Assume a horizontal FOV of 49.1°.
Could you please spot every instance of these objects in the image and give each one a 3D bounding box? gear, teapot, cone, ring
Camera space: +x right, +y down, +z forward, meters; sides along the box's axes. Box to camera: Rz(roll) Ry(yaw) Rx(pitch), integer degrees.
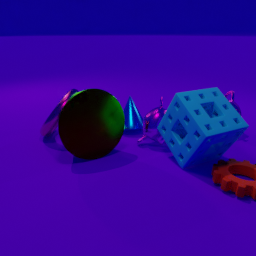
[{"bbox_3d":[2.287,0.973,5.551,1.190,0.220,1.190,3,21,-1],"label":"gear"},{"bbox_3d":[2.804,-0.332,7.982,0.978,1.572,0.770,21,-17,-25],"label":"teapot"},{"bbox_3d":[0.082,-0.486,8.307,0.946,0.949,0.946,-3,8,0],"label":"cone"},{"bbox_3d":[-1.204,-0.209,7.126,1.660,1.660,1.666,-12,15,-29],"label":"cone"},{"bbox_3d":[-1.895,-0.425,7.843,0.323,1.613,1.613,37,18,-10],"label":"ring"}]

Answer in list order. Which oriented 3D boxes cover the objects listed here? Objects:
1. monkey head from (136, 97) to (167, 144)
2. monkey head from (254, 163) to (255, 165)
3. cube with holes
[{"bbox_3d":[0.818,-0.066,7.486,0.852,1.415,1.018,28,-3,9],"label":"monkey head"},{"bbox_3d":[3.138,0.594,6.068,0.611,1.014,0.729,40,5,11],"label":"monkey head"},{"bbox_3d":[1.610,-0.015,6.274,1.186,1.186,1.186,-11,56,-27],"label":"cube with holes"}]
